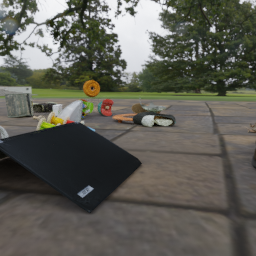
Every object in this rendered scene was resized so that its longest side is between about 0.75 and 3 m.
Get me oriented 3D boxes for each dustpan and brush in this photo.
[{"bbox_3d":[-2.384,-0.162,9.968,0.534,1.303,1.868,28,47,11],"label":"dustpan and brush"}]

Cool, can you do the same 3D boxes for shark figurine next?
[{"bbox_3d":[0.912,-0.965,11.909,1.236,0.516,0.739,11,-24,-23],"label":"shark figurine"}]

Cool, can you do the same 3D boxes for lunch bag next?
[{"bbox_3d":[-5.953,-1.300,15.788,0.945,1.319,1.608,-2,7,26],"label":"lunch bag"}]

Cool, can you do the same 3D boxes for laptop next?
[{"bbox_3d":[-1.637,0.825,5.417,2.960,1.528,2.623,-24,-1,20],"label":"laptop"}]

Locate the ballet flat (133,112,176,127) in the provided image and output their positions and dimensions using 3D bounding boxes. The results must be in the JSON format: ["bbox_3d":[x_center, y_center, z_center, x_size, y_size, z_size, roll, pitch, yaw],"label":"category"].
[{"bbox_3d":[1.151,-0.341,11.870,1.869,0.636,0.639,-1,22,-8],"label":"ballet flat"}]

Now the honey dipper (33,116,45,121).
[{"bbox_3d":[-4.500,-0.500,13.982,0.301,0.301,1.583,-5,8,-33],"label":"honey dipper"}]

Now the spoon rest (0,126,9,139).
[{"bbox_3d":[-4.509,0.202,8.233,0.936,0.571,1.884,7,10,40],"label":"spoon rest"}]

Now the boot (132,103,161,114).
[{"bbox_3d":[0.838,-1.095,16.829,1.929,0.711,1.492,6,4,-25],"label":"boot"}]

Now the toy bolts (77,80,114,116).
[{"bbox_3d":[-1.983,-1.562,16.436,2.178,2.080,1.511,16,-6,-22],"label":"toy bolts"}]

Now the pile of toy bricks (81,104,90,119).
[{"bbox_3d":[-2.744,-0.736,14.586,0.764,0.858,1.547,-39,1,28],"label":"pile of toy bricks"}]

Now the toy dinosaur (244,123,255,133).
[{"bbox_3d":[4.770,0.019,10.308,0.592,0.375,0.873,6,-14,-39],"label":"toy dinosaur"}]

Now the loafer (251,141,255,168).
[{"bbox_3d":[3.269,0.275,6.189,1.023,1.000,2.802,3,9,19],"label":"loafer"}]

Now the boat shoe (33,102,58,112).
[{"bbox_3d":[-5.562,-1.310,18.459,1.910,0.699,0.619,-6,20,-12],"label":"boat shoe"}]

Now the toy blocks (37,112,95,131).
[{"bbox_3d":[-1.949,0.064,9.103,1.586,0.576,1.322,17,21,3],"label":"toy blocks"}]

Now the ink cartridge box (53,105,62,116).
[{"bbox_3d":[-4.172,-1.061,16.616,0.353,0.611,0.840,0,8,2],"label":"ink cartridge box"}]

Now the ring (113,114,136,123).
[{"bbox_3d":[0.598,-0.458,13.820,2.730,0.262,2.730,0,9,0],"label":"ring"}]
